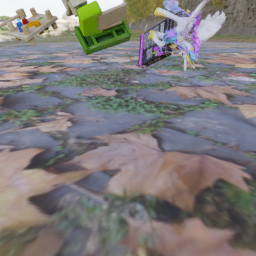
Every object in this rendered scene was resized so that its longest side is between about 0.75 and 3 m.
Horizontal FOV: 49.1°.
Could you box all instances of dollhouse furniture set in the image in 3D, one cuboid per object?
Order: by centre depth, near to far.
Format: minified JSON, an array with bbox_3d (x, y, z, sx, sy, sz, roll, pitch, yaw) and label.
[{"bbox_3d":[-0.809,-2.756,5.548,1.040,2.071,1.357,-25,-12,-11],"label":"dollhouse furniture set"}]

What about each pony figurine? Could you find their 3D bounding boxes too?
[{"bbox_3d":[1.836,-3.187,8.896,2.235,2.158,1.861,46,21,29],"label":"pony figurine"}]

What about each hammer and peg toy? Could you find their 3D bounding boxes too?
[{"bbox_3d":[-2.573,-2.617,7.178,1.455,0.513,1.070,24,60,37],"label":"hammer and peg toy"}]

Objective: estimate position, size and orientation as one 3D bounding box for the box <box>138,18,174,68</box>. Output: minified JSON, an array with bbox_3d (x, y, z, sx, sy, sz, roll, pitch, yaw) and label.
[{"bbox_3d":[1.010,-3.121,10.509,0.334,1.321,1.848,9,-8,-28],"label":"box"}]
